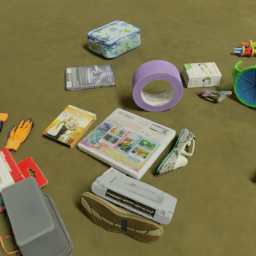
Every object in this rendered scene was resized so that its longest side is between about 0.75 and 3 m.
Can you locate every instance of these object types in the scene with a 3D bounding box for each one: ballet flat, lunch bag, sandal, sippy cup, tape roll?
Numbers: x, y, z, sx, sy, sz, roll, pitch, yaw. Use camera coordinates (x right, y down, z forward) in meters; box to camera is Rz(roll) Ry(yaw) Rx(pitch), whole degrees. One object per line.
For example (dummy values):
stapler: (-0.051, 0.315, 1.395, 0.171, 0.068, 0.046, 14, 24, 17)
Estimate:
ballet flat: (1.886, 0.920, 10.152, 0.825, 0.825, 2.294, 23, 51, 21)
lunch bag: (-0.805, -5.014, 15.648, 2.677, 1.104, 2.152, -33, 52, -29)
sandal: (-0.194, 2.583, 8.435, 2.671, 1.073, 0.721, 16, 32, 13)
ballet flat: (3.922, -1.445, 12.514, 1.385, 0.493, 0.479, 10, 10, 34)
sippy cup: (5.907, -2.046, 12.431, 1.740, 2.374, 1.864, -32, 10, -40)
tape roll: (1.210, -1.725, 11.763, 2.080, 2.080, 0.884, -1, 46, -1)

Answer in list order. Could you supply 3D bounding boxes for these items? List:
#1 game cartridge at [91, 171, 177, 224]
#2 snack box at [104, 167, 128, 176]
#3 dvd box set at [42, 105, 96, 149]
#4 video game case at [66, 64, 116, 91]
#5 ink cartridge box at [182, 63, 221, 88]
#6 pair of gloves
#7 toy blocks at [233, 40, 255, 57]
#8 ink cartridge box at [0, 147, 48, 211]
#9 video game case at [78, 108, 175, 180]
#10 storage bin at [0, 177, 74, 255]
game cartridge: (0.256, 2.054, 8.629, 2.452, 0.496, 1.635, 21, 12, 14)
snack box: (-0.116, 1.414, 10.058, 1.566, 0.190, 0.563, -34, 55, -28)
dvd box set: (-2.360, -0.092, 11.443, 1.385, 0.278, 1.893, 21, 50, 18)
video game case: (-1.884, -2.532, 13.844, 2.355, 0.223, 1.682, -6, 46, -7)
ink cartridge box: (3.546, -2.569, 13.557, 1.581, 0.664, 1.145, -4, 46, -4)
pair of gloves: (-4.943, 0.086, 11.301, 2.074, 0.256, 1.848, 10, 47, 11)
toy blocks: (6.549, -4.408, 15.420, 1.483, 0.539, 1.236, 6, 47, 6)
ink cartridge box: (-4.353, 1.774, 9.027, 2.960, 0.995, 1.720, -29, 45, -25)
video game case: (-0.039, 0.453, 10.702, 2.819, 0.334, 2.566, 23, 50, 28)
storage bin: (-2.793, 2.657, 7.904, 1.727, 1.594, 2.373, -23, 49, -21)
